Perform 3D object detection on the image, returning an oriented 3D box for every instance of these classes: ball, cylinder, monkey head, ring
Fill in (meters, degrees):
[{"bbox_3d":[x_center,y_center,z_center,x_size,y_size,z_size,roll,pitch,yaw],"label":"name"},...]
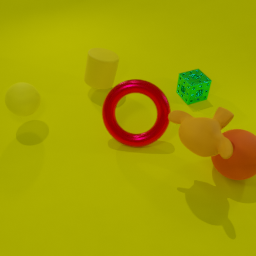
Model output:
[{"bbox_3d":[2.837,0.682,7.280,1.321,1.321,1.321,0,44,0],"label":"ball"},{"bbox_3d":[-0.936,-2.076,9.795,1.082,1.082,1.082,11,36,-8],"label":"cylinder"},{"bbox_3d":[-3.166,-0.858,8.457,1.026,1.026,1.026,0,44,0],"label":"ball"},{"bbox_3d":[1.818,0.026,6.395,1.739,1.251,1.048,39,12,35],"label":"monkey head"},{"bbox_3d":[0.229,-0.406,8.070,1.995,1.995,0.399,5,16,5],"label":"ring"}]

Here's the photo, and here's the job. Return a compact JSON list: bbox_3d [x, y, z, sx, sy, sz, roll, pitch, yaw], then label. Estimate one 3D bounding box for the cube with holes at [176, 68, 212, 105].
[{"bbox_3d":[2.293,-1.457,9.851,0.818,0.818,0.818,-16,47,-16],"label":"cube with holes"}]
